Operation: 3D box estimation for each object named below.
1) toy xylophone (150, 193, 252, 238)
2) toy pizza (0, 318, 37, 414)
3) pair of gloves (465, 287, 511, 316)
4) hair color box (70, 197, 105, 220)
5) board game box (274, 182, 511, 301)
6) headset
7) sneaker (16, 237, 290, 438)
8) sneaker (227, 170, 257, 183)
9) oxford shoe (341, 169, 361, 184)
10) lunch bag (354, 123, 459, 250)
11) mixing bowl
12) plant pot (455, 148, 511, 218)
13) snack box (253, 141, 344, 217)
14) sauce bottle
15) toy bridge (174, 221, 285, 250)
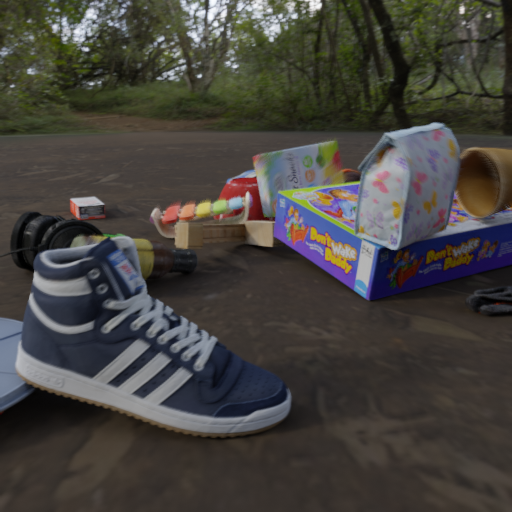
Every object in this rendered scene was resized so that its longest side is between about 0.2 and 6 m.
[{"bbox_3d":[-1.288,-1.006,13.515,2.478,0.623,1.814,-12,17,-7],"label":"toy xylophone"},{"bbox_3d":[-3.623,1.372,6.203,2.699,0.428,2.699,2,18,0],"label":"toy pizza"},{"bbox_3d":[4.555,0.885,8.110,2.325,0.323,2.610,-4,16,-13],"label":"pair of gloves"},{"bbox_3d":[-4.680,-1.322,15.526,0.714,0.411,1.287,-7,16,-25],"label":"hair color box"},{"bbox_3d":[2.976,-0.593,11.054,4.375,0.979,2.941,-11,29,-30],"label":"board game box"},{"bbox_3d":[-3.670,-0.412,10.273,2.093,1.592,3.389,11,8,35],"label":"headset"},{"bbox_3d":[-0.987,0.755,5.714,2.940,1.595,1.031,12,17,3],"label":"sneaker"},{"bbox_3d":[0.251,-2.474,18.297,1.081,1.063,2.807,20,24,41],"label":"sneaker"},{"bbox_3d":[2.694,-1.981,17.270,0.969,0.951,2.673,30,37,29],"label":"oxford shoe"},{"bbox_3d":[2.376,-1.162,8.822,1.476,1.741,1.107,-21,35,-37],"label":"lunch bag"},{"bbox_3d":[-0.196,-1.553,15.214,1.931,1.046,1.931,0,17,0],"label":"mixing bowl"},{"bbox_3d":[4.526,-1.406,10.159,1.345,1.253,1.253,-11,19,-17],"label":"plant pot"},{"bbox_3d":[1.112,-1.916,13.953,2.158,1.535,0.572,-14,8,-22],"label":"snack box"},{"bbox_3d":[-2.051,0.075,9.748,2.291,0.741,0.741,5,9,-43],"label":"sauce bottle"},{"bbox_3d":[0.162,-0.502,12.085,4.058,0.552,1.364,-4,5,-29],"label":"toy bridge"}]
